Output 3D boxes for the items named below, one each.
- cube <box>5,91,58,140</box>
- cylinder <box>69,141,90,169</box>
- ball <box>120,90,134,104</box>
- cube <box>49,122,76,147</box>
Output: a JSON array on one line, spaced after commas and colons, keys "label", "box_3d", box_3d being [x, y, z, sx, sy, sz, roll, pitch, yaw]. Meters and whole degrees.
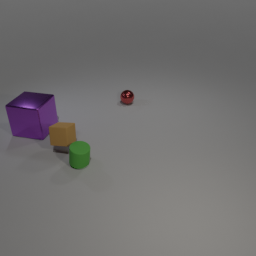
[{"label": "cube", "box_3d": [-3.850, -0.529, 11.400, 1.400, 1.400, 1.400, 7, 32, 12]}, {"label": "cylinder", "box_3d": [-1.655, 0.919, 9.588, 0.700, 0.700, 0.700, 6, 36, -5]}, {"label": "ball", "box_3d": [-0.035, -1.517, 13.696, 0.700, 0.700, 0.700, 0, 31, 0]}, {"label": "cube", "box_3d": [-2.349, 0.218, 10.106, 0.700, 0.700, 0.700, 3, 16, 15]}]
